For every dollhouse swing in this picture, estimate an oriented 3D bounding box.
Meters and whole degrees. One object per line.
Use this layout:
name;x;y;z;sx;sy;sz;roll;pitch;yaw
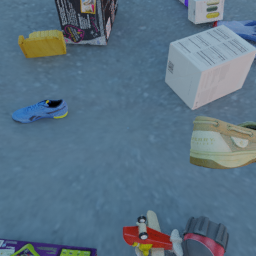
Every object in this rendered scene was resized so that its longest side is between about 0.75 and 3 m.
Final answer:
dollhouse swing;-2.778;-3.014;9.157;1.322;1.201;1.162;-7;73;-5

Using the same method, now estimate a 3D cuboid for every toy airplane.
toy airplane;0.470;2.183;5.296;1.109;0.786;1.113;47;29;19

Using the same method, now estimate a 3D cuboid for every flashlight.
flashlight;1.056;2.748;4.721;0.824;0.827;2.433;7;49;32

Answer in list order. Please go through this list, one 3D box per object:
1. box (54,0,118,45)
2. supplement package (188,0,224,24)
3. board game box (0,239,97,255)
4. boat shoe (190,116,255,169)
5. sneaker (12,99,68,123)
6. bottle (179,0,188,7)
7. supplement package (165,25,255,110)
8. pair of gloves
box;-1.337;-4.379;9.719;1.576;1.816;2.748;5;50;6
supplement package;2.828;-4.361;10.218;1.045;0.793;0.788;-10;35;-4
board game box;-1.661;2.588;4.889;2.057;0.332;1.234;5;23;4
boat shoe;0.931;0.067;2.227;1.153;0.363;0.421;-4;5;-34
sneaker;-2.373;-0.519;7.464;1.493;0.585;0.492;-8;54;-4
bottle;2.525;-5.190;11.169;0.734;0.574;1.758;-22;55;-19
supplement package;2.242;-1.725;7.874;1.853;1.407;1.396;-24;55;-18
pair of gloves;3.900;-2.968;9.595;2.173;0.308;2.703;12;52;12
